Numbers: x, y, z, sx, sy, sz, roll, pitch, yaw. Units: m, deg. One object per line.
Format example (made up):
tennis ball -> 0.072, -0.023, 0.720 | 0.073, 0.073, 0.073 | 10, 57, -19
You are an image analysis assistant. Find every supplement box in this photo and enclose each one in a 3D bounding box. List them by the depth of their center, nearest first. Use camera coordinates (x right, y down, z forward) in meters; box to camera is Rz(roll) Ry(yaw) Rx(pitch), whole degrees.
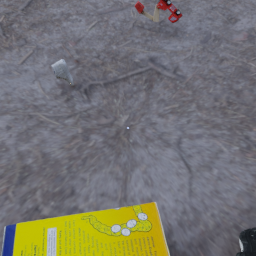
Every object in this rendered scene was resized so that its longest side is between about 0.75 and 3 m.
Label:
supplement box -> -0.636, 2.330, 4.701 | 2.526, 1.375, 1.383 | -7, 49, -6

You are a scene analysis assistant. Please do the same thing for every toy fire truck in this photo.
toy fire truck -> 1.152, -4.428, 10.570 | 1.577, 1.112, 0.384 | 40, 25, -17

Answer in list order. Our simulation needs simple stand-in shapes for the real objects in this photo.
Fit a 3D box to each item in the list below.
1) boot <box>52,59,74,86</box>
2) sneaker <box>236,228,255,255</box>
boot -> -1.984, -1.599, 8.470 | 0.449, 0.940, 0.346 | -30, 45, -13
sneaker -> 2.336, 2.295, 4.760 | 2.134, 0.789, 0.846 | -16, 86, -56
